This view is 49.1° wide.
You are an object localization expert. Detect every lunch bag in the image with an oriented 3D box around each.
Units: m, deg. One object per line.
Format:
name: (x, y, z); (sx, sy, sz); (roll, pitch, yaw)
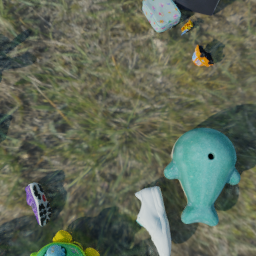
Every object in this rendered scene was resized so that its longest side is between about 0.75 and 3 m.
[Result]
lunch bag: (1.204, -4.076, 9.842); (1.053, 0.506, 1.313); (-30, 81, -8)

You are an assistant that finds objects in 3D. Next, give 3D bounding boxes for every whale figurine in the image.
whale figurine: (2.253, 1.420, 8.312); (2.323, 1.515, 2.920); (7, 80, 1)

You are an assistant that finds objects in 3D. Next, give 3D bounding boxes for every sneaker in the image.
sneaker: (0.736, 2.911, 8.521); (0.941, 0.800, 2.126); (-14, 73, 9)
sneaker: (-2.822, 2.380, 8.737); (0.563, 0.544, 1.350); (-20, 85, 28)

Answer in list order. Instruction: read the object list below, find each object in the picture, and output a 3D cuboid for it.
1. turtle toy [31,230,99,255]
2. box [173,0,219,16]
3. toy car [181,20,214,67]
turtle toy: (-1.654, 4.295, 7.870); (2.658, 1.344, 1.937); (30, 81, 5)
box: (2.641, -5.617, 9.062); (1.602, 2.578, 2.599); (16, 80, 3)
toy car: (2.375, -2.837, 9.756); (0.571, 0.842, 1.717); (-35, 56, 37)
